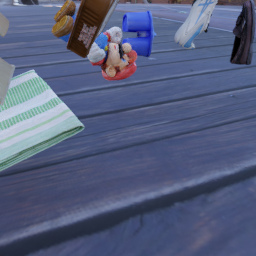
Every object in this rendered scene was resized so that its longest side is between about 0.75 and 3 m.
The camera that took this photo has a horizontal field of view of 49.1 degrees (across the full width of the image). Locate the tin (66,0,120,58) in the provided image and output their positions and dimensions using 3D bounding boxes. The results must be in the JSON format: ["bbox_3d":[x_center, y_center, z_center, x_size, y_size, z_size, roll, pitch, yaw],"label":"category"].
[{"bbox_3d":[-0.348,-1.537,3.550,0.361,1.724,0.965,26,69,-14],"label":"tin"}]

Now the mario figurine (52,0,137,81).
[{"bbox_3d":[-0.441,-1.652,5.359,1.871,1.155,0.991,30,-11,-40],"label":"mario figurine"}]

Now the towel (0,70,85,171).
[{"bbox_3d":[-2.517,-0.301,6.072,2.163,0.332,2.835,-27,44,-20],"label":"towel"}]

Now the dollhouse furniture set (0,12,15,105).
[{"bbox_3d":[-3.494,-1.496,5.562,1.992,1.881,1.300,10,-12,16],"label":"dollhouse furniture set"}]

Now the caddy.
[{"bbox_3d":[0.438,-3.356,10.101,1.144,1.541,2.180,-3,17,-6],"label":"caddy"}]

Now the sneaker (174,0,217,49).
[{"bbox_3d":[2.402,-3.670,9.021,0.864,2.385,0.857,21,35,-15],"label":"sneaker"}]

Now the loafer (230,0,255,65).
[{"bbox_3d":[3.726,-2.990,9.168,0.708,2.248,0.808,-4,48,16],"label":"loafer"}]
